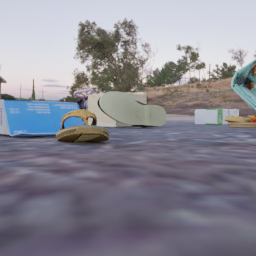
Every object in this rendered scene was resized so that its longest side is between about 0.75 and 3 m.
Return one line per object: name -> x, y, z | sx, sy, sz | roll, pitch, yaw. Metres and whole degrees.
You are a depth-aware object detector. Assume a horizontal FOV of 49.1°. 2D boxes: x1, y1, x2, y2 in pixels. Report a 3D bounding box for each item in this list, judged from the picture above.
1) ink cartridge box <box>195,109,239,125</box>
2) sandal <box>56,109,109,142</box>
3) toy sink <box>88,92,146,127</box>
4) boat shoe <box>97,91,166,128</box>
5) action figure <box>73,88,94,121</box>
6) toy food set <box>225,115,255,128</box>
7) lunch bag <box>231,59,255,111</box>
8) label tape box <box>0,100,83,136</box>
ink cartridge box -> 4.399, -0.547, 13.840 | 1.823, 0.765, 1.320 | -2, 2, -38
sandal -> -0.665, -0.041, 3.948 | 0.656, 0.441, 1.634 | 0, 2, -12
toy sink -> -0.180, -0.727, 10.940 | 1.535, 1.320, 2.356 | 2, 3, 44
boat shoe -> 0.066, -0.493, 8.685 | 2.500, 0.915, 0.784 | 12, -10, -38
action figure -> -2.334, -1.127, 14.685 | 1.911, 2.124, 2.852 | -6, 15, 5
toy food set -> 4.415, -0.240, 9.983 | 1.742, 0.424, 1.725 | 1, 2, 32
lunch bag -> 3.989, -0.783, 6.360 | 2.958, 1.804, 2.520 | 8, 6, 30
label tape box -> -1.793, -0.209, 5.482 | 1.491, 0.688, 2.082 | -2, 1, -42
